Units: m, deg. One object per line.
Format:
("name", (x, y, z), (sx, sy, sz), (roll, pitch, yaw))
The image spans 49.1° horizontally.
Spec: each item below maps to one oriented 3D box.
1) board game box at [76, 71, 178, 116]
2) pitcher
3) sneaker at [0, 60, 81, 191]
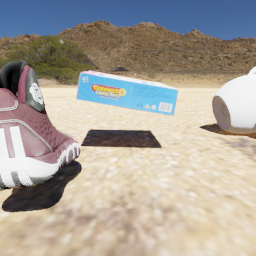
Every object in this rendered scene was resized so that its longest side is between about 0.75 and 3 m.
("board game box", (-0.037, -0.665, 4.976), (1.542, 0.431, 1.510), (9, 12, -5))
("pitcher", (3.037, -0.810, 6.650), (2.146, 1.301, 1.841), (-17, 39, -7))
("sneaker", (-1.020, -0.125, 3.126), (0.765, 1.168, 2.022), (-10, 5, -6))
